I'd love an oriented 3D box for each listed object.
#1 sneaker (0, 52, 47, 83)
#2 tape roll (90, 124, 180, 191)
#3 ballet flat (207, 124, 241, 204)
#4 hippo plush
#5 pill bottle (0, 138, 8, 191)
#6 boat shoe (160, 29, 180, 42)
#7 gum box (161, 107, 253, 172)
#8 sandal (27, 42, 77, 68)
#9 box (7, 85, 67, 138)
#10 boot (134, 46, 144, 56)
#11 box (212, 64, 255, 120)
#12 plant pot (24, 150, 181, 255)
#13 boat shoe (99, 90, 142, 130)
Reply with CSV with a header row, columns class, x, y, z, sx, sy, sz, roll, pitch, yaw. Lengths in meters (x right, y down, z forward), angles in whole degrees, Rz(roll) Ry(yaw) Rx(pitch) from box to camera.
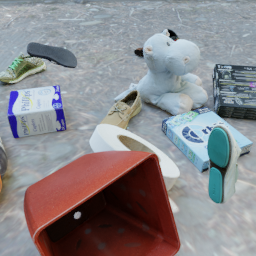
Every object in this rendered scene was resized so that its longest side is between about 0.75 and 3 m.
class,x,y,z,sx,sy,sz,roll,pitch,yaw
sneaker,-4.259,-2.485,10.953,0.834,0.961,2.169,26,45,30
tape roll,0.162,0.616,6.420,2.189,0.400,2.189,28,13,-7
ballet flat,1.404,0.491,4.041,0.469,1.352,0.469,-5,28,3
hippo plush,1.319,-1.988,9.177,2.902,2.334,2.312,19,42,23
pill bottle,-3.757,0.536,6.593,1.502,1.502,2.828,-19,41,-23
boat shoe,1.963,-3.746,12.762,0.944,0.809,2.581,-3,39,-5
gum box,2.146,0.224,7.870,1.638,0.430,1.928,-16,41,-20
sandal,-2.353,-2.280,8.798,1.569,0.336,0.597,17,67,-16
box,-2.753,-0.543,8.551,1.560,0.819,1.435,-10,38,-12
boot,1.135,-3.603,12.903,1.270,0.438,1.362,25,40,26
box,4.178,-1.202,9.238,2.576,0.561,2.063,5,51,6
plant pot,-0.614,1.548,4.874,2.084,2.082,1.837,-29,27,-28
boat shoe,-0.267,-0.478,8.566,0.767,0.694,2.151,18,41,21
